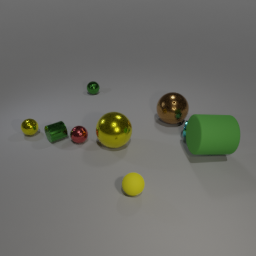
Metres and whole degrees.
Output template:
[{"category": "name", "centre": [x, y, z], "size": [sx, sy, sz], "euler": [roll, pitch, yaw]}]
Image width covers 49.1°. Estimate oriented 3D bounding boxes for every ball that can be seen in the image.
[{"category": "ball", "centre": [0.160, 1.715, 8.581], "size": [0.700, 0.700, 0.700], "euler": [0, 31, 0]}, {"category": "ball", "centre": [-1.877, -2.167, 15.112], "size": [0.700, 0.700, 0.700], "euler": [0, 31, 0]}, {"category": "ball", "centre": [-1.934, 0.252, 11.084], "size": [0.700, 0.700, 0.700], "euler": [0, 31, 0]}, {"category": "ball", "centre": [1.943, -0.861, 12.220], "size": [1.400, 1.400, 1.400], "euler": [0, 31, 0]}, {"category": "ball", "centre": [-0.535, 0.073, 10.715], "size": [1.400, 1.400, 1.400], "euler": [0, 31, 0]}, {"category": "ball", "centre": [-4.053, -0.045, 11.554], "size": [0.700, 0.700, 0.700], "euler": [0, 31, 0]}]

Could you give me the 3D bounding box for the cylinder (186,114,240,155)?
[{"category": "cylinder", "centre": [2.937, 0.229, 9.839], "size": [1.400, 1.400, 1.400], "euler": [1, 31, -10]}]

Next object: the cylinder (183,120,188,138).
[{"category": "cylinder", "centre": [2.648, 0.094, 11.340], "size": [0.700, 0.700, 0.700], "euler": [12, 33, 19]}]

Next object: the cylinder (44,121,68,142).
[{"category": "cylinder", "centre": [-2.891, 0.143, 11.256], "size": [0.700, 0.700, 0.700], "euler": [-21, 37, -31]}]
